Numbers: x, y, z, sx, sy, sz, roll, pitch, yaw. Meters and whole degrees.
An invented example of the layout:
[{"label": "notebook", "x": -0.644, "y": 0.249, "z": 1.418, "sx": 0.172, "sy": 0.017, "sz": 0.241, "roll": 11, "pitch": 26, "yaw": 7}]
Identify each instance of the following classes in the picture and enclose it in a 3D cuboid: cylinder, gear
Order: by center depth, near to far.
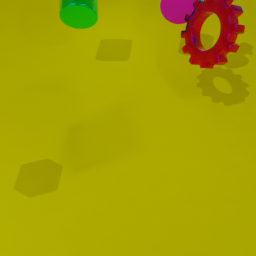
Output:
[{"label": "gear", "x": 1.943, "y": -2.281, "z": 6.659, "sx": 0.308, "sy": 1.668, "sz": 1.668, "roll": -6, "pitch": 50, "yaw": -32}, {"label": "cylinder", "x": -1.392, "y": -3.582, "z": 7.955, "sx": 1.079, "sy": 1.079, "sz": 1.079, "roll": -2, "pitch": 75, "yaw": -1}, {"label": "cylinder", "x": 1.558, "y": -3.809, "z": 8.173, "sx": 1.092, "sy": 1.092, "sz": 1.092, "roll": 11, "pitch": 55, "yaw": 8}]

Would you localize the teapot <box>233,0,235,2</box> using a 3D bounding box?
[{"label": "teapot", "x": 2.352, "y": -3.456, "z": 6.897, "sx": 0.859, "sy": 1.382, "sz": 0.677, "roll": -21, "pitch": 42, "yaw": 6}]
